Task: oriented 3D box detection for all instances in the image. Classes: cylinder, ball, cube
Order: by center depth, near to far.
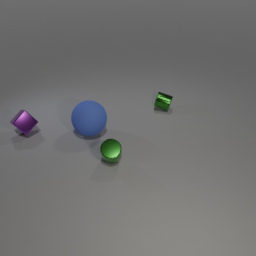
[{"bbox_3d":[-0.563,0.803,9.490,0.700,0.700,0.700,0,66,0],"label":"cylinder"},{"bbox_3d":[-1.520,-0.385,10.999,1.400,1.400,1.400,0,30,0],"label":"ball"},{"bbox_3d":[-4.140,-0.239,11.151,0.700,0.700,0.700,-52,29,-15],"label":"cube"},{"bbox_3d":[1.654,-1.255,13.071,0.700,0.700,0.700,20,34,7],"label":"cylinder"}]
